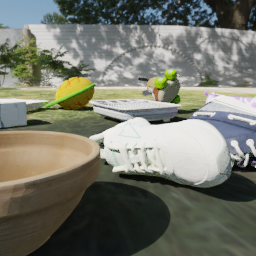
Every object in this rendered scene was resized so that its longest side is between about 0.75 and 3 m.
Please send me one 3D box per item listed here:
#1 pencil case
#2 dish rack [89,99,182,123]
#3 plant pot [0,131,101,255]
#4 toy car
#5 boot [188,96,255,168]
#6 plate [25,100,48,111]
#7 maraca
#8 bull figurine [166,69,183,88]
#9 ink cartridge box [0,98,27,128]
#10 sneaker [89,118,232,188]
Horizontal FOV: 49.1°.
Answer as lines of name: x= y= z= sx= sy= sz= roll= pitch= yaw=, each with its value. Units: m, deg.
pencil case: x=3.530 y=-0.567 z=8.531 sx=2.477 sy=1.059 sz=1.040 roll=4 pitch=9 yaw=16
dish rack: x=0.197 y=-0.610 z=9.985 sx=2.465 sy=0.625 sz=2.872 roll=-5 pitch=11 yaw=-31
plant pot: x=-1.177 y=0.605 z=2.579 sx=1.873 sy=0.864 sz=1.873 roll=-1 pitch=10 yaw=0
toy car: x=1.148 y=-1.633 z=11.744 sx=1.771 sy=1.455 sz=1.397 roll=18 pitch=46 yaw=39
boot: x=1.994 y=0.346 z=4.479 sx=1.247 sy=1.004 sz=2.760 roll=-33 pitch=31 yaw=-19
plate: x=-5.324 y=-0.971 z=12.537 sx=2.589 sy=0.419 sz=2.584 roll=3 pitch=12 yaw=15
maraca: x=-2.691 y=-1.518 z=13.111 sx=2.647 sy=1.416 sz=1.815 roll=-19 pitch=10 yaw=27
bull figurine: x=1.998 y=-2.075 z=12.035 sx=0.674 sy=0.362 sz=1.110 roll=35 pitch=-7 yaw=46
ink cartridge box: x=-4.234 y=-0.436 z=8.504 sx=1.908 sy=0.790 sz=1.398 roll=-8 pitch=13 yaw=-39
sneaker: x=0.292 y=0.394 z=4.079 sx=1.054 sy=0.925 sz=2.630 roll=-14 pitch=9 yaw=-28
